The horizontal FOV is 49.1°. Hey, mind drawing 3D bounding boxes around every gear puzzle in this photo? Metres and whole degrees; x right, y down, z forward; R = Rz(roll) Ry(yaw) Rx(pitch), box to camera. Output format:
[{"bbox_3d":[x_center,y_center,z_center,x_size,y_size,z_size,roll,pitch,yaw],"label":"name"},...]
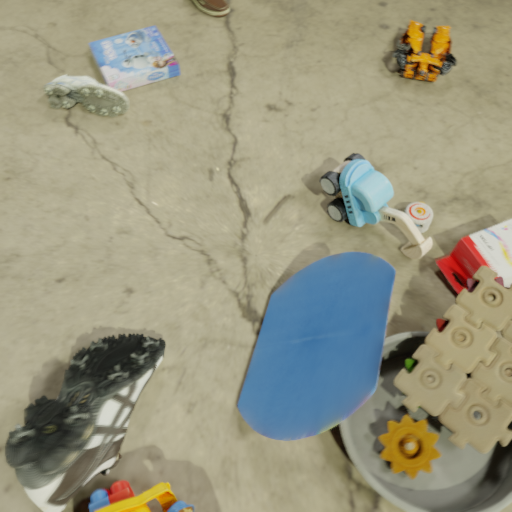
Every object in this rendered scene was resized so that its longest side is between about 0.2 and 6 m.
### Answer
[{"bbox_3d":[3.142,1.919,8.394,1.781,0.450,3.439,37,79,20],"label":"gear puzzle"}]

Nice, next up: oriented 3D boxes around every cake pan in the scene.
[{"bbox_3d":[2.614,2.491,8.352,2.820,0.517,2.820,0,55,0],"label":"cake pan"}]

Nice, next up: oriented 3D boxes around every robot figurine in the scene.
[{"bbox_3d":[4.102,-4.942,13.581,1.487,0.597,2.050,13,55,9],"label":"robot figurine"}]

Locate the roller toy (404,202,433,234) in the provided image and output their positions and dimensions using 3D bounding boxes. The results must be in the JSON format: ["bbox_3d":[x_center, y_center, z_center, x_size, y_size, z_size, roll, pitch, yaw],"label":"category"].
[{"bbox_3d":[3.089,-0.739,10.710,0.592,0.414,0.540,-23,58,-16],"label":"roller toy"}]

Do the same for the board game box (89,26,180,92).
[{"bbox_3d":[-2.965,-4.783,13.595,1.739,0.379,1.747,-22,57,-14],"label":"board game box"}]

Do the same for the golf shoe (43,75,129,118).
[{"bbox_3d":[-3.734,-3.760,12.676,2.010,0.787,0.977,13,50,8],"label":"golf shoe"}]

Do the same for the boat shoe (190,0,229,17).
[{"bbox_3d":[-1.408,-7.056,15.039,0.654,0.655,1.770,-38,63,-24],"label":"boat shoe"}]

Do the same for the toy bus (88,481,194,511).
[{"bbox_3d":[-1.401,3.653,7.157,2.063,1.400,1.981,-18,40,-12],"label":"toy bus"}]

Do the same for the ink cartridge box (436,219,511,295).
[{"bbox_3d":[4.238,0.065,9.979,1.728,0.581,1.004,-21,61,-16],"label":"ink cartridge box"}]

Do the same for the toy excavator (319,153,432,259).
[{"bbox_3d":[2.270,-0.879,10.396,0.931,1.812,1.863,-37,34,-24],"label":"toy excavator"}]

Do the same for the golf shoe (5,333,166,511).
[{"bbox_3d":[-2.342,2.296,8.212,1.190,1.447,3.062,11,30,21],"label":"golf shoe"}]

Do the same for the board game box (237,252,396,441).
[{"bbox_3d":[1.063,1.391,8.539,2.511,0.619,3.178,-18,42,41],"label":"board game box"}]
